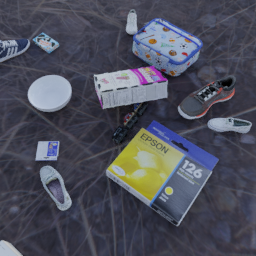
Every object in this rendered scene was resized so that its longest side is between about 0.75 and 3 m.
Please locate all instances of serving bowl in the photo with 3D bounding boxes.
[{"bbox_3d":[-3.123,-1.324,11.407,1.718,0.565,1.718,0,60,0],"label":"serving bowl"}]

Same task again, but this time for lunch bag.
[{"bbox_3d":[1.718,-3.735,12.555,2.874,1.086,2.303,38,65,19],"label":"lunch bag"}]

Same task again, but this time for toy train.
[{"bbox_3d":[0.089,-0.312,10.950,0.505,0.376,2.207,24,63,27],"label":"toy train"}]

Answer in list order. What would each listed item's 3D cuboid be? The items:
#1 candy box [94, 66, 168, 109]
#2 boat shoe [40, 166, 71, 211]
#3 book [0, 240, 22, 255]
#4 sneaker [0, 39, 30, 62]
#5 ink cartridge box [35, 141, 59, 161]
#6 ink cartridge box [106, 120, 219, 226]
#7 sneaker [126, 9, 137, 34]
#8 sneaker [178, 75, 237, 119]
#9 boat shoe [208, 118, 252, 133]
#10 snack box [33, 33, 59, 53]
[{"bbox_3d":[0.070,-1.645,11.012,2.577,0.786,1.757,-10,32,-9],"label":"candy box"},{"bbox_3d":[-2.483,1.959,9.474,0.647,0.563,1.756,-27,63,-15],"label":"boat shoe"},{"bbox_3d":[-3.856,4.992,7.655,1.987,0.715,2.974,35,66,16],"label":"book"},{"bbox_3d":[-5.394,-3.728,12.537,1.939,1.052,0.679,-35,65,-18],"label":"sneaker"},{"bbox_3d":[-2.966,0.868,10.351,0.777,0.185,0.787,0,61,-2],"label":"ink cartridge box"},{"bbox_3d":[1.290,1.303,9.823,2.931,0.697,2.966,32,66,18],"label":"ink cartridge box"},{"bbox_3d":[0.169,-5.178,13.586,0.562,0.717,1.442,-3,60,-2],"label":"sneaker"},{"bbox_3d":[3.152,-1.377,11.114,2.730,1.118,1.052,-31,64,-17],"label":"sneaker"},{"bbox_3d":[3.909,-0.192,10.759,1.590,0.531,0.585,4,60,2],"label":"boat shoe"},{"bbox_3d":[-3.866,-4.010,13.196,1.116,0.207,0.648,36,66,19],"label":"snack box"}]
